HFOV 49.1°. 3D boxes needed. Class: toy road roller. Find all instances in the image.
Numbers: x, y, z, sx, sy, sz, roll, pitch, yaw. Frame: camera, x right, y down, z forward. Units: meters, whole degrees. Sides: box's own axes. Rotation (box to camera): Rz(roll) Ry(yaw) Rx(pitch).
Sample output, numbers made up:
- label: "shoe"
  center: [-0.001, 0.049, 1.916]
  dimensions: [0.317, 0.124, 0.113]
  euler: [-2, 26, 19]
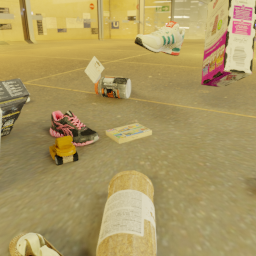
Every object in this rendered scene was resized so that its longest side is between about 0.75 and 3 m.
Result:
- label: "toy road roller"
  center: [-1.733, 0.502, 7.520]
  dimensions: [0.598, 0.711, 0.973]
  euler: [-12, 25, -26]

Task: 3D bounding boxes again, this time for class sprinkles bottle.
- label: "sprinkles bottle"
  center: [-0.006, 1.691, 4.297]
  dimensions: [0.920, 0.920, 2.696]
  euler: [1, 22, 2]

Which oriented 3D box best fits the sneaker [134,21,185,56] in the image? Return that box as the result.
- label: "sneaker"
  center: [1.281, -3.513, 10.622]
  dimensions: [2.598, 1.214, 0.915]
  euler: [-6, 35, -47]

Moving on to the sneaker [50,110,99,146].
- label: "sneaker"
  center: [-1.722, -0.059, 8.675]
  dimensions: [1.911, 0.912, 0.755]
  euler: [15, 25, 29]

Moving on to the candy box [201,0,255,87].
- label: "candy box"
  center: [3.187, -2.953, 8.951]
  dimensions: [0.898, 2.945, 2.008]
  euler: [5, -2, -4]

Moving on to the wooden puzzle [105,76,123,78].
- label: "wooden puzzle"
  center: [-0.664, -2.091, 13.711]
  dimensions: [0.884, 0.955, 0.221]
  euler: [6, 39, 14]

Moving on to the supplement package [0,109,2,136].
- label: "supplement package"
  center: [-3.499, 0.194, 5.324]
  dimensions: [1.337, 2.412, 1.879]
  euler: [-22, 56, -42]

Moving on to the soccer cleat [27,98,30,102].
- label: "soccer cleat"
  center: [-5.229, -1.388, 12.168]
  dimensions: [1.893, 0.734, 0.656]
  euler: [3, 22, 6]

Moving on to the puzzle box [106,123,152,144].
- label: "puzzle box"
  center: [0.029, 0.147, 9.134]
  dimensions: [1.280, 0.163, 0.852]
  euler: [-14, 26, -31]

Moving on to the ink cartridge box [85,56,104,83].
- label: "ink cartridge box"
  center: [-1.233, -2.214, 10.610]
  dimensions: [0.661, 0.816, 0.204]
  euler: [51, 35, 12]

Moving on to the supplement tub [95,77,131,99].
- label: "supplement tub"
  center: [-0.702, -1.899, 13.129]
  dimensions: [1.570, 0.962, 0.962]
  euler: [6, 23, 15]

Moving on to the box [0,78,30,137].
- label: "box"
  center: [-4.297, -0.182, 7.490]
  dimensions: [2.810, 2.265, 0.690]
  euler: [-26, 78, -46]

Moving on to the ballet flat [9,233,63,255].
- label: "ballet flat"
  center: [-1.301, 1.919, 4.249]
  dimensions: [1.647, 0.538, 0.581]
  euler: [17, 29, 37]
